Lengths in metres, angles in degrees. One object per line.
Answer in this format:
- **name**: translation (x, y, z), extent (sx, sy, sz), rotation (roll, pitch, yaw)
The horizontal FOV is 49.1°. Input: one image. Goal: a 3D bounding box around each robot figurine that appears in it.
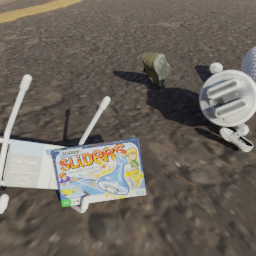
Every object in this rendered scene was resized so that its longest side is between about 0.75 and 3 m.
- **robot figurine**: translation (2.620, -0.770, 7.269), extent (1.363, 2.047, 2.414), rotation (-19, -3, 23)

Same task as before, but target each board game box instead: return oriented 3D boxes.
- **board game box**: translation (-0.519, 0.824, 5.291), extent (1.601, 1.084, 0.276), rotation (-9, 8, 0)

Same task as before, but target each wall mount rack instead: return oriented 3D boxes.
- **wall mount rack**: translation (-1.361, 0.366, 5.001), extent (2.529, 2.197, 0.943), rotation (12, -5, -35)

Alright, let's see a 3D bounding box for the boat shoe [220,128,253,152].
- **boat shoe**: translation (2.634, 0.248, 6.793), extent (0.850, 0.291, 0.306), rotation (43, 64, 15)

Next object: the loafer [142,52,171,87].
- **loafer**: translation (0.957, -2.061, 9.615), extent (0.715, 2.053, 0.772), rotation (29, 84, 18)

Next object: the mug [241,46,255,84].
- **mug**: translation (4.783, -1.506, 8.775), extent (2.214, 1.634, 1.941), rotation (3, 45, 14)
